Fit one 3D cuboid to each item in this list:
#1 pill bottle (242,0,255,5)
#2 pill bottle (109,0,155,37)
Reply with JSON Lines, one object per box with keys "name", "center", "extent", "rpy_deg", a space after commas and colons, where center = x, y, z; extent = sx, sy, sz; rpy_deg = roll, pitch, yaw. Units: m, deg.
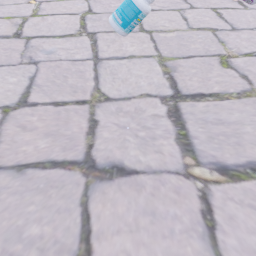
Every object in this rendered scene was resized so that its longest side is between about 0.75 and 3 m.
{"name": "pill bottle", "center": [2.970, -3.810, 7.296], "extent": [1.251, 0.702, 0.702], "rpy_deg": [19, 35, -22]}
{"name": "pill bottle", "center": [0.111, -2.784, 6.689], "extent": [0.624, 1.127, 0.624], "rpy_deg": [35, 33, -27]}
